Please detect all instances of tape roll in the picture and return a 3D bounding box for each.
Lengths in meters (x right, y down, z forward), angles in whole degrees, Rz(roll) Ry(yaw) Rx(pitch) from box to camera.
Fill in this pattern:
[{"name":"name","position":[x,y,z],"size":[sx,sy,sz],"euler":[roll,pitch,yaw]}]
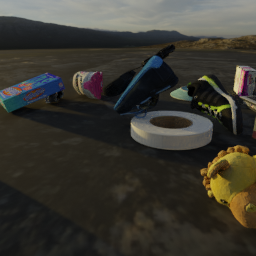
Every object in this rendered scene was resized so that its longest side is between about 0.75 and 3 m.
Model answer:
[{"name":"tape roll","position":[1.150,0.000,7.472],"size":[2.170,0.397,2.170],"euler":[0,19,0]}]

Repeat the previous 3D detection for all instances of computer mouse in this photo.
[{"name":"computer mouse","position":[0.254,-1.525,7.984],"size":[2.792,0.475,0.818],"euler":[-24,12,45]}]

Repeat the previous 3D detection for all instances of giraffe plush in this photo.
[{"name":"giraffe plush","position":[1.986,0.699,4.008],"size":[1.683,1.791,2.075],"euler":[-21,29,3]}]

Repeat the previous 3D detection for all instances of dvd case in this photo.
[{"name":"dvd case","position":[5.644,-0.829,9.992],"size":[2.601,0.322,1.955],"euler":[-1,19,-6]}]

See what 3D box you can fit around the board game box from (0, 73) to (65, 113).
[{"name":"board game box","position":[-3.682,-1.390,10.491],"size":[2.183,0.491,1.660],"euler":[-29,30,-23]}]

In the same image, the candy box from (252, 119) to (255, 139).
[{"name":"candy box","position":[4.525,-0.055,7.210],"size":[2.378,0.658,1.373],"euler":[-12,24,-33]}]

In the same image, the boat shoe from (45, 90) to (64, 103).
[{"name":"boat shoe","position":[-2.851,-1.410,11.289],"size":[0.550,0.582,1.622],"euler":[1,22,2]}]

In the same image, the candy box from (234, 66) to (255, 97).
[{"name":"candy box","position":[5.049,-2.010,12.101],"size":[0.523,1.169,1.714],"euler":[4,20,8]}]

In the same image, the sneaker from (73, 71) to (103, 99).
[{"name":"sneaker","position":[-1.733,-1.806,11.751],"size":[1.233,1.137,2.794],"euler":[-1,10,-1]}]

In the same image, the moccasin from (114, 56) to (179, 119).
[{"name":"moccasin","position":[0.370,-0.807,7.449],"size":[0.932,1.100,2.733],"euler":[35,-21,-7]}]

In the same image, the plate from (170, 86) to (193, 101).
[{"name":"plate","position":[3.139,-1.541,12.038],"size":[2.604,0.333,2.604],"euler":[0,18,0]}]

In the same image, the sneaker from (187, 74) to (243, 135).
[{"name":"sneaker","position":[2.431,-0.620,8.243],"size":[1.096,0.949,2.648],"euler":[-18,37,4]}]
